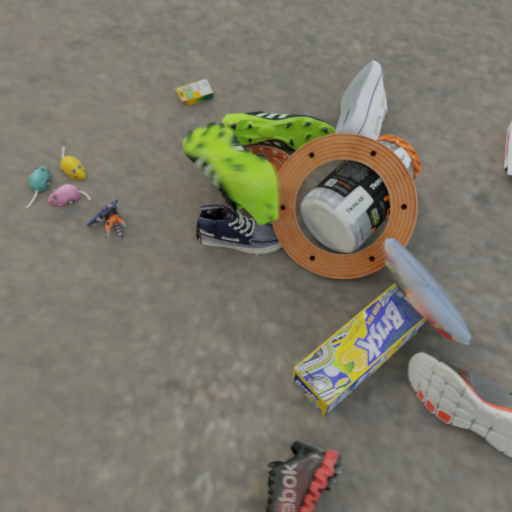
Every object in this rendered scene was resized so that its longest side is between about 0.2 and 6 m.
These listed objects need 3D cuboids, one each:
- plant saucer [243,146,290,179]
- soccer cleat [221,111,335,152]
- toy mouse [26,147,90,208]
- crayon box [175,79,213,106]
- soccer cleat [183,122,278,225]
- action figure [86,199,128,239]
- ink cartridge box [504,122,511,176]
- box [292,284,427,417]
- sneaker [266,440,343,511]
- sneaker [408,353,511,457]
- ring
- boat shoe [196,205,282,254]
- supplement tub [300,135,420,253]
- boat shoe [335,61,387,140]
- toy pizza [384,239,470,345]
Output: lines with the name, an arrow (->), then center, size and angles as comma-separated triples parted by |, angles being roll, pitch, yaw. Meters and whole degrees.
plant saucer -> 0.086, -1.712, 12.159 | 1.622, 0.262, 1.622 | -1, 58, 2
soccer cleat -> 0.497, -2.862, 12.515 | 2.604, 0.879, 1.055 | 3, 33, -6
toy mouse -> -4.364, -1.556, 12.052 | 1.515, 0.330, 1.705 | -39, 67, -19
crayon box -> -1.478, -3.912, 13.459 | 0.785, 0.203, 0.494 | -20, 62, -11
soccer cleat -> -0.570, -1.645, 10.910 | 1.119, 1.343, 3.314 | -23, 35, -14
action figure -> -3.066, -0.713, 11.624 | 0.869, 0.454, 0.840 | -32, 55, 12
ink cartridge box -> 5.982, -2.262, 12.480 | 0.764, 0.299, 1.614 | 14, 59, 7
box -> 1.849, 1.647, 9.973 | 2.511, 0.807, 0.880 | -36, 67, -19
sneaker -> 0.460, 3.840, 8.763 | 1.049, 0.759, 2.148 | 29, 62, 15
sneaker -> 3.770, 2.456, 9.655 | 2.418, 0.932, 0.990 | 36, 35, 24
ring -> 1.671, -0.938, 10.846 | 2.809, 0.269, 2.809 | 2, 98, 12
boat shoe -> -0.315, -0.553, 11.178 | 1.865, 0.865, 0.696 | 2, 61, 2
supplement tub -> 2.146, -1.289, 11.263 | 1.459, 1.459, 2.381 | 39, 68, 19
boat shoe -> 2.508, -3.355, 12.836 | 0.918, 1.011, 2.749 | 36, 55, -17
toy pizza -> 2.903, 0.648, 9.775 | 0.358, 2.258, 2.258 | -39, 62, 18
